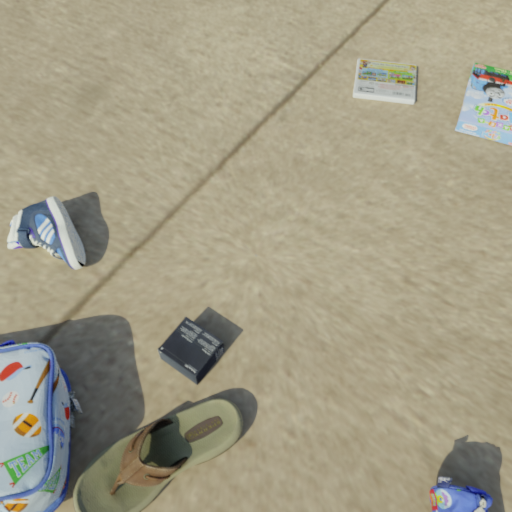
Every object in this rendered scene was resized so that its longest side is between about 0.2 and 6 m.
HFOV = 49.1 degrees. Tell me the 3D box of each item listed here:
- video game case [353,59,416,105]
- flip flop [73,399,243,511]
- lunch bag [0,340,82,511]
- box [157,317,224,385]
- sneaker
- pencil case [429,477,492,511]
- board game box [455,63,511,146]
[{"bbox_3d":[2.946,-3.993,12.792,1.367,0.156,1.244,8,58,7],"label":"video game case"},{"bbox_3d":[-1.387,2.838,8.027,2.639,0.760,1.070,-25,61,-15],"label":"flip flop"},{"bbox_3d":[-4.170,2.561,7.934,3.231,1.221,2.589,-9,52,-8],"label":"lunch bag"},{"bbox_3d":[-1.049,1.532,9.072,0.798,0.416,0.727,32,61,18],"label":"box"},{"bbox_3d":[-3.879,-0.222,10.169,1.164,0.641,1.590,-28,71,0],"label":"sneaker"},{"bbox_3d":[2.707,4.026,7.175,0.836,0.930,2.141,14,58,-11],"label":"pencil case"},{"bbox_3d":[5.313,-3.302,12.201,1.534,0.371,2.028,18,59,11],"label":"board game box"}]
